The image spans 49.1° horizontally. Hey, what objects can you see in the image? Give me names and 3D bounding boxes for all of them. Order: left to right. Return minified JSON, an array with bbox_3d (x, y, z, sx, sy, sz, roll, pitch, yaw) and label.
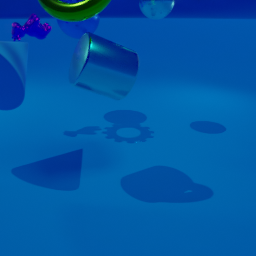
[{"bbox_3d":[-2.628,-1.524,6.203,1.627,1.627,1.633,6,43,14],"label":"cone"},{"bbox_3d":[-2.707,-2.677,7.759,0.939,0.924,0.515,27,16,-49],"label":"cow figurine"},{"bbox_3d":[-0.901,-2.553,4.808,1.499,1.499,0.300,4,-5,9],"label":"ring"},{"bbox_3d":[-1.562,-3.499,8.765,1.357,1.357,1.357,0,24,0],"label":"ball"},{"bbox_3d":[-0.483,-1.170,5.440,1.042,1.042,1.042,15,16,-28],"label":"cylinder"},{"bbox_3d":[0.802,-3.578,7.872,0.997,0.997,0.997,0,24,0],"label":"ball"}]
